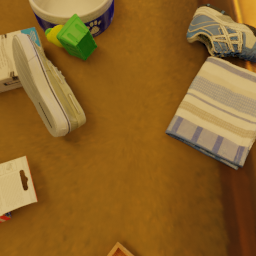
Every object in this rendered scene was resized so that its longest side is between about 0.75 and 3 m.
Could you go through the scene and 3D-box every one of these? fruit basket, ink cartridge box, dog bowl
[{"bbox_3d":[-1.684,-2.663,8.095,1.381,1.381,0.996,39,87,17],"label":"fruit basket"},{"bbox_3d":[-3.293,-1.888,7.944,1.842,0.777,1.345,-17,78,-8],"label":"ink cartridge box"},{"bbox_3d":[-1.758,-4.096,9.002,2.641,1.040,2.641,0,64,0],"label":"dog bowl"},{"bbox_3d":[-3.277,1.617,6.469,2.273,0.572,1.238,-19,65,-10],"label":"ink cartridge box"}]

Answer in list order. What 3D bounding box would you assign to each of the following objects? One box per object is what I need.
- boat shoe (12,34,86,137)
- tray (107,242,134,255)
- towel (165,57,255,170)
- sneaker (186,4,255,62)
[{"bbox_3d":[-2.052,-1.115,7.126,0.887,1.030,2.861,-22,82,-37],"label":"boat shoe"},{"bbox_3d":[0.335,3.559,5.594,2.345,0.434,1.157,36,69,15],"label":"tray"},{"bbox_3d":[2.619,-0.572,7.662,2.194,0.356,2.987,28,67,14],"label":"towel"},{"bbox_3d":[3.100,-2.500,8.363,2.914,1.103,1.123,34,90,16],"label":"sneaker"}]
